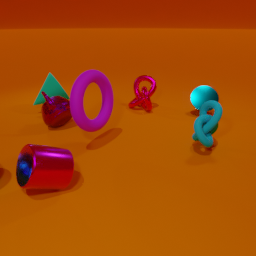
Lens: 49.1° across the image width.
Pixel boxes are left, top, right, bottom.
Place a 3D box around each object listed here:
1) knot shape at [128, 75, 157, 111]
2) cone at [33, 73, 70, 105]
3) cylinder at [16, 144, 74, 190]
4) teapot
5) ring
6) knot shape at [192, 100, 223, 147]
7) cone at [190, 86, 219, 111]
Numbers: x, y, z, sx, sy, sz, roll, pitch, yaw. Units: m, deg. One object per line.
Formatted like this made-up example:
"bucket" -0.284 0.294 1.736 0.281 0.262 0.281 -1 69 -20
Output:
"knot shape" 0.503 -1.210 10.697 0.659 1.426 1.334 14 -30 -30
"cone" -2.961 -1.181 10.189 1.195 1.190 1.190 -38 32 -9
"cylinder" -1.636 0.778 5.527 0.843 0.843 0.843 13 9 -40
"teapot" -2.276 -0.593 8.810 1.065 1.714 0.839 -38 72 -9
"ring" -0.887 -0.683 7.162 0.317 1.585 1.585 7 22 31
"knot shape" 2.066 -0.017 7.401 0.580 1.175 1.256 17 68 17
"cone" 2.746 -0.909 10.324 0.982 0.982 0.986 3 -17 7
